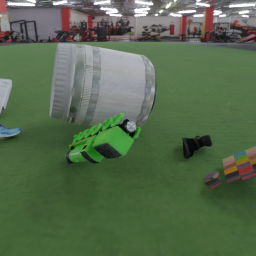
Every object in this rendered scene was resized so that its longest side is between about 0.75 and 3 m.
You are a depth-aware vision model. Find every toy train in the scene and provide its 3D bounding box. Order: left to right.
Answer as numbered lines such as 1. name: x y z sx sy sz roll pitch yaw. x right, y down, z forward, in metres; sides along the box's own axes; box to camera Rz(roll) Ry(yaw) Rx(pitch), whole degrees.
1. toy train: -0.563 0.295 4.839 0.660 0.488 2.339 -58 18 -25

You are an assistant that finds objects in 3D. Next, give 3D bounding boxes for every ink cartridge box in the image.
1. ink cartridge box: -4.516 -0.976 8.600 1.521 0.336 1.550 6 50 -11

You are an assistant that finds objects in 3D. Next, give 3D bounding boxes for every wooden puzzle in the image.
1. wooden puzzle: 2.186 0.547 4.788 1.889 0.133 1.120 -26 2 19

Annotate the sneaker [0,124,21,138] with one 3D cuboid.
1. sneaker: -2.999 0.059 6.799 0.768 0.345 0.301 -9 1 -40

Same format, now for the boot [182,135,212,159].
1. boot: 1.498 0.377 6.009 0.622 0.313 0.833 -3 22 9

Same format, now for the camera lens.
1. camera lens: -0.629 -0.990 7.004 2.410 1.927 1.927 5 18 -18
